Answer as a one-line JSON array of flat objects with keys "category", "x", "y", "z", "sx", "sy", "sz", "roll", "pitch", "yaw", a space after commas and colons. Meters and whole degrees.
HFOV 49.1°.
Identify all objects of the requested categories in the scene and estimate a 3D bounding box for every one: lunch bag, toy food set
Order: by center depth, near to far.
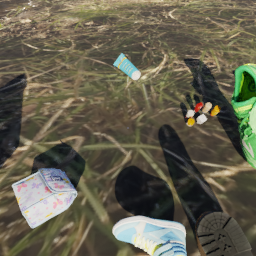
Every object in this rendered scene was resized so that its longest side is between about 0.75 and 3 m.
[{"category": "lunch bag", "x": -1.725, "y": 1.345, "z": 5.868, "sx": 1.097, "sy": 0.697, "sz": 0.930, "roll": -25, "pitch": 38, "yaw": -20}, {"category": "toy food set", "x": 2.237, "y": -0.415, "z": 8.724, "sx": 1.161, "sy": 0.522, "sz": 0.554, "roll": -30, "pitch": 74, "yaw": -13}]

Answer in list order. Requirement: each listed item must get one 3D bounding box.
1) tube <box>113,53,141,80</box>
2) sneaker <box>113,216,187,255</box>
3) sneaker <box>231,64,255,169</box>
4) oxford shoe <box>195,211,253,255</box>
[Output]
[{"category": "tube", "x": -0.047, "y": -2.519, "z": 11.536, "sx": 0.608, "sy": 0.396, "sz": 1.570, "roll": -48, "pitch": 49, "yaw": 8}, {"category": "sneaker", "x": 0.389, "y": 1.995, "z": 4.748, "sx": 1.323, "sy": 0.526, "sz": 0.864, "roll": 4, "pitch": 31, "yaw": -3}, {"category": "sneaker", "x": 3.022, "y": -0.296, "z": 6.987, "sx": 1.132, "sy": 2.708, "sz": 1.003, "roll": 5, "pitch": -14, "yaw": -37}, {"category": "oxford shoe", "x": 1.621, "y": 2.274, "z": 4.110, "sx": 0.796, "sy": 0.924, "sz": 2.189, "roll": -17, "pitch": 77, "yaw": -2}]
